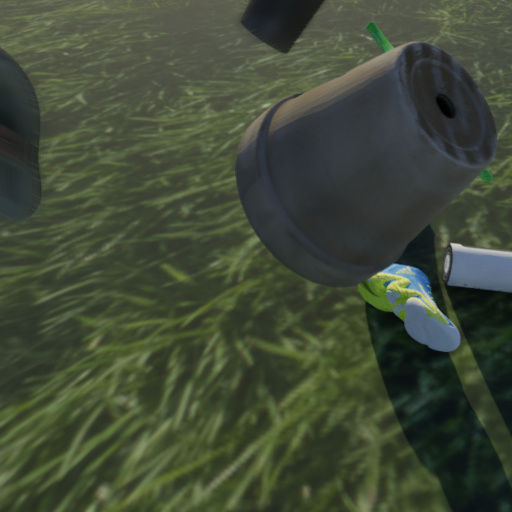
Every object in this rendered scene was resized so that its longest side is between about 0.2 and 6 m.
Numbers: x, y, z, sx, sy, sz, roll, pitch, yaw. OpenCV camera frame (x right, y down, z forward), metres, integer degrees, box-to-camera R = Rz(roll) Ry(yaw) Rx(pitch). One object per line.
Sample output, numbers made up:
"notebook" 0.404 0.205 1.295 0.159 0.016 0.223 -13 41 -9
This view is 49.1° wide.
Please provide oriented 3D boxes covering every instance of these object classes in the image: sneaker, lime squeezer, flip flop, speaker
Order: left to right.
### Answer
"flip flop" -3.844 -1.735 8.236 1.128 2.783 0.801 20 32 19
"lime squeezer" 2.533 -2.447 8.692 0.622 1.165 3.300 -35 79 8
"sneaker" 2.580 0.667 8.834 1.007 0.726 1.917 -28 49 -27
"speaker" 4.072 0.244 9.305 1.769 0.718 0.718 7 43 8

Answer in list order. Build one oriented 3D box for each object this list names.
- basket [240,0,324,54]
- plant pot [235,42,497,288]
"basket" 0.646 -4.821 10.194 1.294 1.903 1.716 31 25 -10
"plant pot" 1.513 -1.279 7.178 2.822 2.449 2.822 13 63 -29
